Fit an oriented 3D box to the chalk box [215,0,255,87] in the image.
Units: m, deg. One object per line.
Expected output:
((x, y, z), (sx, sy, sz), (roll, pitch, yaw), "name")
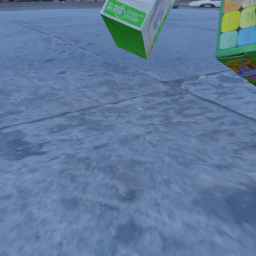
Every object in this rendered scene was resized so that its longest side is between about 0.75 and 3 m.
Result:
((2.987, -2.092, 5.688), (2.867, 1.790, 1.777), (15, -8, -43), "chalk box")

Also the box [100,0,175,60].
((0.431, -3.662, 8.310), (1.284, 2.344, 2.656), (26, 1, 8), "box")
